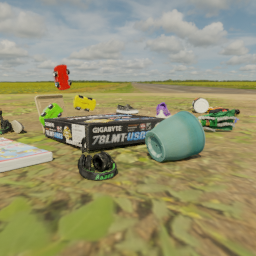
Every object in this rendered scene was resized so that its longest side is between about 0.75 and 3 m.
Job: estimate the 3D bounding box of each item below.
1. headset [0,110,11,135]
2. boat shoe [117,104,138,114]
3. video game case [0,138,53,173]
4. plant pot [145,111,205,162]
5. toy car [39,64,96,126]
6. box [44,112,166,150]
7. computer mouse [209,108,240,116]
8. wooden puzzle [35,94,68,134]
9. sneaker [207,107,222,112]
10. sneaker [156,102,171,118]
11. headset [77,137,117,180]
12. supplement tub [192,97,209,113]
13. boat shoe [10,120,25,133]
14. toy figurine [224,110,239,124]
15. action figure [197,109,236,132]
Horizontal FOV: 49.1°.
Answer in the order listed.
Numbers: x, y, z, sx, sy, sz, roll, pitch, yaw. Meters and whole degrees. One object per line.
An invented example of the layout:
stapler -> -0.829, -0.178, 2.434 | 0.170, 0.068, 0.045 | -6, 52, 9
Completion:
headset -> -4.683, -0.167, 10.144 | 0.854, 0.650, 1.384 | -2, 20, -15
boat shoe -> -0.047, -1.169, 16.687 | 0.583, 0.552, 1.666 | -8, 12, -41
video game case -> -3.288, 0.615, 6.593 | 2.603, 0.227, 1.861 | 9, 13, 42
plant pot -> 1.013, 0.269, 6.444 | 1.032, 1.099, 1.099 | -20, 18, -27
toy car -> -2.336, -0.888, 9.694 | 1.959, 2.082, 0.464 | -48, 35, -13
box -> -0.721, -0.011, 8.901 | 2.967, 0.737, 2.945 | -6, 10, -36
computer mouse -> 5.053, -0.686, 14.414 | 2.785, 0.474, 0.816 | -2, -13, -43
wooden puzzle -> -2.759, -0.510, 10.179 | 0.316, 1.366, 1.265 | -12, 1, 36
sneaker -> 5.217, -1.010, 16.655 | 1.046, 0.382, 0.403 | -1, 29, 24
sneaker -> 1.785, -0.883, 14.017 | 0.814, 0.843, 2.020 | 1, 9, 7
headset -> -0.682, 0.614, 5.569 | 0.727, 0.553, 1.178 | -4, 21, -30
supplement tub -> 4.379, -1.389, 17.014 | 0.894, 0.894, 1.459 | 1, 10, 9
boat shoe -> -3.999, -0.079, 10.252 | 0.393, 0.455, 1.252 | -11, 9, -37
toy figurine -> 4.525, -0.451, 12.231 | 0.696, 0.612, 1.161 | 7, 11, 8
action figure -> 2.996, -0.202, 9.937 | 1.524, 0.900, 0.417 | -3, 29, 8
